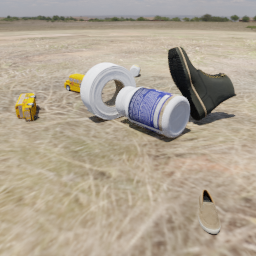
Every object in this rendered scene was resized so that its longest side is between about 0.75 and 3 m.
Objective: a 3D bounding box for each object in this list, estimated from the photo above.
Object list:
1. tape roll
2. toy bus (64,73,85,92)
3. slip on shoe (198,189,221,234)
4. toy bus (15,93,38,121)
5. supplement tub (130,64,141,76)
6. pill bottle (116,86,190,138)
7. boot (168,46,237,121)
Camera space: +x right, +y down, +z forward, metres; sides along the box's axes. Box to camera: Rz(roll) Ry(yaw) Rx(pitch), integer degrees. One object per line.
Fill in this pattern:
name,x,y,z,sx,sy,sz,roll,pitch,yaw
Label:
tape roll,-0.664,-1.268,9.739,1.916,1.916,0.670,-16,29,-31
toy bus,-2.099,-2.021,12.833,1.942,0.760,0.632,18,29,35
slip on shoe,1.527,1.552,5.306,0.375,0.299,0.987,4,24,8
toy bus,-3.716,-0.797,10.310,0.670,0.557,1.712,-5,24,-11
supplement tub,0.403,-3.245,15.845,0.579,0.579,0.796,4,24,8
pill bottle,0.727,-0.606,8.964,2.234,1.293,1.293,22,32,40
boot,2.510,-1.773,9.392,1.766,2.553,0.989,-30,21,-12
